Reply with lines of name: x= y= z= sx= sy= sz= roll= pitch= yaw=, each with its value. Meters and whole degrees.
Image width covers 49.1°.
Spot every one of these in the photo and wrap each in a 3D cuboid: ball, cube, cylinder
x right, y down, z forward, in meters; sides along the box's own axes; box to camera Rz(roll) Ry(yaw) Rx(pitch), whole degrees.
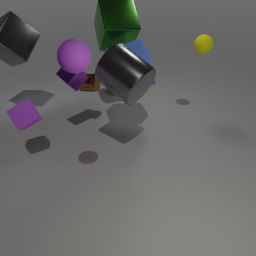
ball: x=-1.127 y=-1.497 z=5.844 sx=0.700 sy=0.700 sz=0.700 roll=0 pitch=30 yaw=0
cube: x=-4.658 y=-3.490 z=11.188 sx=1.400 sy=1.400 sz=1.400 roll=2 pitch=66 yaw=45
cube: x=-0.469 y=-4.033 z=11.022 sx=1.400 sy=1.400 sz=1.400 roll=-8 pitch=75 yaw=-17
cylinder: x=-0.076 y=-1.671 z=8.774 sx=1.400 sy=1.400 sz=1.400 roll=40 pitch=43 yaw=14
cylinder: x=-1.533 y=-1.766 z=10.912 sx=0.700 sy=0.700 sz=0.700 roll=5 pitch=29 yaw=26
cube: x=-1.987 y=-1.874 z=10.036 sx=0.700 sy=0.700 sz=0.700 roll=41 pitch=90 yaw=22
cube: x=0.117 y=-2.224 z=10.339 sx=1.400 sy=1.400 sz=1.400 roll=-13 pitch=-4 yaw=13
ball: x=2.905 y=-3.219 z=10.756 sx=0.700 sy=0.700 sz=0.700 roll=0 pitch=30 yaw=0
cube: x=-3.286 y=-0.409 z=8.934 sx=0.700 sy=0.700 sz=0.700 roll=-32 pitch=5 yaw=-4
